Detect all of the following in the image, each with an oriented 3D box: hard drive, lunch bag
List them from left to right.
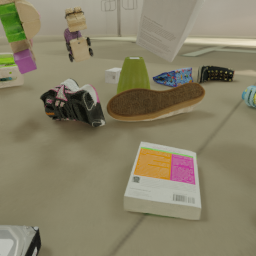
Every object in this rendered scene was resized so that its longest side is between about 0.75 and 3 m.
[{"bbox_3d":[-2.062,1.576,2.935,1.925,0.364,1.345,0,21,2],"label":"hard drive"},{"bbox_3d":[1.874,-2.164,12.101,1.105,0.690,1.468,-18,16,-35],"label":"lunch bag"}]

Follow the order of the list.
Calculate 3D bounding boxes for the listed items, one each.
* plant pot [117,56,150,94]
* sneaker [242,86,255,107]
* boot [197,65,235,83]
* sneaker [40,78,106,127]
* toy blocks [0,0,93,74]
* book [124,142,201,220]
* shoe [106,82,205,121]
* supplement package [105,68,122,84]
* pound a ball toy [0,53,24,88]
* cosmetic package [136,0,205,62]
[{"bbox_3d":[0.208,-1.845,10.105,1.283,1.371,1.283,0,22,0],"label":"plant pot"},{"bbox_3d":[4.025,-0.842,8.500,1.227,0.747,1.879,15,17,28],"label":"sneaker"},{"bbox_3d":[3.887,-2.367,12.349,1.441,0.689,1.908,12,25,22],"label":"boot"},{"bbox_3d":[-1.596,-0.538,7.641,1.207,1.123,2.796,-27,25,-22],"label":"sneaker"},{"bbox_3d":[-2.723,-2.931,6.648,2.916,2.725,2.454,-18,45,-12],"label":"toy blocks"},{"bbox_3d":[0.636,0.827,4.800,1.125,0.405,1.683,6,23,9],"label":"book"},{"bbox_3d":[0.825,-0.613,8.032,2.969,0.792,1.038,-11,59,-16],"label":"shoe"},{"bbox_3d":[-0.562,-2.322,12.405,0.542,0.549,0.906,11,24,24],"label":"supplement package"},{"bbox_3d":[-5.395,-1.756,10.561,2.896,1.230,1.889,-20,55,-40],"label":"pound a ball toy"},{"bbox_3d":[0.849,-2.227,4.751,0.878,2.070,1.114,30,70,7],"label":"cosmetic package"}]
